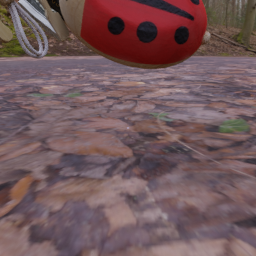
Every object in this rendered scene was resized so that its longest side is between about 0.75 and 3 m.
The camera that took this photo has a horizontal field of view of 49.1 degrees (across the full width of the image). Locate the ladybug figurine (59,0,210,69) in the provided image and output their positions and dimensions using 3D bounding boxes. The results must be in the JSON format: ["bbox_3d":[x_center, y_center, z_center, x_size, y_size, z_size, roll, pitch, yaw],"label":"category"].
[{"bbox_3d":[0.172,-2.111,4.945,2.865,1.945,1.031,15,0,-5],"label":"ladybug figurine"}]

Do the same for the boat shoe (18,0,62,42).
[{"bbox_3d":[-1.877,-2.563,6.408,1.397,0.445,0.494,43,-6,3],"label":"boat shoe"}]

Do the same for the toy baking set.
[{"bbox_3d":[-1.996,-2.015,4.129,0.306,2.019,2.631,-8,9,32],"label":"toy baking set"}]

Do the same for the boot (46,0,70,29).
[{"bbox_3d":[-1.820,-3.508,7.655,2.664,1.032,1.843,32,2,25],"label":"boot"}]
